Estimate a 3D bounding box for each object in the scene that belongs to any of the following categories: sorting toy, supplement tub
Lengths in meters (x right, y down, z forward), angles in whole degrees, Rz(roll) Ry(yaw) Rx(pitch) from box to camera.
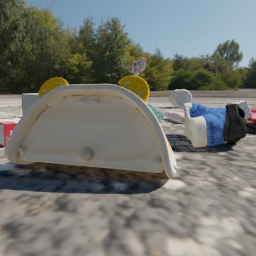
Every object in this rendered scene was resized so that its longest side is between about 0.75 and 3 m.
[{"bbox_3d":[-0.316,0.132,5.380,2.752,1.470,2.477,3,-11,17],"label":"sorting toy"},{"bbox_3d":[3.924,-2.245,21.250,1.371,1.371,1.891,-1,8,-6],"label":"supplement tub"}]

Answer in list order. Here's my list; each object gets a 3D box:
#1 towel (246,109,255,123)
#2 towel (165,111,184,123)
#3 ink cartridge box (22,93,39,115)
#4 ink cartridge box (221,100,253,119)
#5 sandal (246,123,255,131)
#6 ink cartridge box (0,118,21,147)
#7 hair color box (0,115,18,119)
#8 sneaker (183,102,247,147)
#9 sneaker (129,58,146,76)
[{"bbox_3d":[4.878,-0.425,10.323,1.942,0.302,2.686,6,12,-8],"label":"towel"},{"bbox_3d":[3.002,-0.508,12.216,2.289,0.386,2.397,-1,7,-8],"label":"towel"},{"bbox_3d":[-3.409,-1.115,13.692,2.040,1.159,2.799,3,8,20],"label":"ink cartridge box"},{"bbox_3d":[3.292,-0.429,9.321,1.346,0.566,0.980,-21,2,14],"label":"ink cartridge box"},{"bbox_3d":[4.790,-0.064,8.212,2.525,0.569,0.948,8,11,44],"label":"sandal"},{"bbox_3d":[-2.642,0.062,7.236,1.399,0.580,1.027,-6,10,-39],"label":"ink cartridge box"},{"bbox_3d":[-4.397,-0.187,9.611,0.715,0.438,1.445,-7,10,-42],"label":"hair color box"},{"bbox_3d":[2.252,-0.173,7.353,1.409,0.972,2.533,-5,11,5],"label":"sneaker"},{"bbox_3d":[0.367,-2.449,11.143,0.469,0.433,1.063,13,-26,-21],"label":"sneaker"}]
